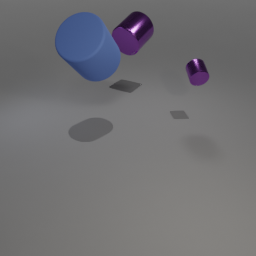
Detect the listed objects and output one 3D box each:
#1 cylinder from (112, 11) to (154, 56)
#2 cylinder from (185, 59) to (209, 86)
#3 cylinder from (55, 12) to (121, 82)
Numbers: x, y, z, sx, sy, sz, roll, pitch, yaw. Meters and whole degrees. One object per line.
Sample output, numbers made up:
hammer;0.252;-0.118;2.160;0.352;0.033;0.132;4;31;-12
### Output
cylinder;0.219;-4.194;12.444;1.400;1.400;1.400;19;56;30
cylinder;2.480;-1.991;10.032;0.700;0.700;0.700;-3;53;-6
cylinder;-1.056;-2.174;7.712;1.400;1.400;1.400;10;-9;17
